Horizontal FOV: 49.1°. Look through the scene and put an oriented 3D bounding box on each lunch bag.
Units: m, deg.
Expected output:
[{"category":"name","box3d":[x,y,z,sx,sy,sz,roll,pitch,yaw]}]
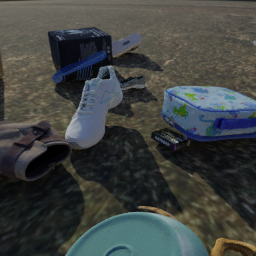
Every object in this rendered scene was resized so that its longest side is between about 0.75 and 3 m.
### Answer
[{"category":"lunch bag","box3d":[2.183,-0.396,7.210,2.362,0.974,1.898,-4,25,-26]}]

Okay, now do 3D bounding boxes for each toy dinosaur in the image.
[{"category":"toy dinosaur","box3d":[0.881,1.817,3.745,1.506,0.856,2.835,-1,29,1]}]

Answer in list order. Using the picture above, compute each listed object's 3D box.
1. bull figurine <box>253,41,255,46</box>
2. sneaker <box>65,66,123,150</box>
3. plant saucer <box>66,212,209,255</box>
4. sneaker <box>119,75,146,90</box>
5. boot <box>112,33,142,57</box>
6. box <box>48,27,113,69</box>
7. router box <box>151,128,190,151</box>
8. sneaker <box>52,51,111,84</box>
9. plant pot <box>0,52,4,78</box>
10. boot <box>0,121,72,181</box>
[{"category":"bull figurine","box3d":[7.622,-3.844,13.660,2.920,0.951,1.773,-8,28,-17]},{"category":"sneaker","box3d":[-0.969,-0.641,7.517,1.008,1.148,2.866,7,44,16]},{"category":"plant saucer","box3d":[-0.078,1.783,3.552,2.189,0.394,2.189,-18,22,7]},{"category":"sneaker","box3d":[0.039,-1.689,10.287,1.257,0.499,0.465,-10,33,-14]},{"category":"boot","box3d":[-0.329,-4.108,14.476,2.183,0.794,0.986,-22,-4,-7]},{"category":"box","box3d":[-2.204,-3.651,12.838,2.400,1.409,2.361,-13,32,-20]},{"category":"router box","box3d":[1.060,0.269,7.019,0.594,0.203,0.797,-13,30,-39]},{"category":"sneaker","box3d":[-1.744,-2.094,10.824,2.307,0.899,0.809,-22,31,3]},{"category":"plant pot","box3d":[-6.283,-3.038,10.772,2.699,2.695,2.389,-23,49,-35]},{"category":"boot","box3d":[-2.734,0.561,5.765,2.141,1.029,2.928,19,33,30]}]
